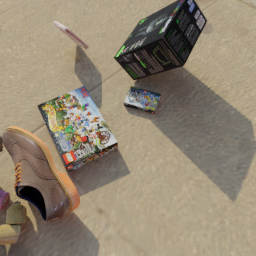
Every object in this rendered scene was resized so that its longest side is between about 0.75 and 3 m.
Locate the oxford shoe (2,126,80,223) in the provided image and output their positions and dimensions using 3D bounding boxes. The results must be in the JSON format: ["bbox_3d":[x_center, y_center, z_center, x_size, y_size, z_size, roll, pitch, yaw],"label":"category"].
[{"bbox_3d":[-2.467,1.075,7.064,2.890,1.030,1.054,43,38,18],"label":"oxford shoe"}]

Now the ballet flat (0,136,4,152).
[{"bbox_3d":[-3.691,0.756,7.219,0.493,2.126,0.716,38,40,-17],"label":"ballet flat"}]

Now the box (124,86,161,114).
[{"bbox_3d":[0.471,-0.917,9.118,1.050,0.198,0.717,17,60,10],"label":"box"}]

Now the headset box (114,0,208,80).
[{"bbox_3d":[0.970,-2.817,9.056,2.424,1.124,2.110,-5,48,51],"label":"headset box"}]

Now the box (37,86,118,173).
[{"bbox_3d":[-1.538,-0.045,8.422,1.611,0.445,2.359,-25,62,-14],"label":"box"}]

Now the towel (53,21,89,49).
[{"bbox_3d":[-2.009,-3.257,9.844,0.188,1.114,1.167,-53,44,3],"label":"towel"}]

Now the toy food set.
[{"bbox_3d":[-3.564,2.304,6.779,2.854,0.450,1.814,-24,56,-29],"label":"toy food set"}]
